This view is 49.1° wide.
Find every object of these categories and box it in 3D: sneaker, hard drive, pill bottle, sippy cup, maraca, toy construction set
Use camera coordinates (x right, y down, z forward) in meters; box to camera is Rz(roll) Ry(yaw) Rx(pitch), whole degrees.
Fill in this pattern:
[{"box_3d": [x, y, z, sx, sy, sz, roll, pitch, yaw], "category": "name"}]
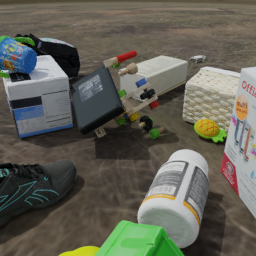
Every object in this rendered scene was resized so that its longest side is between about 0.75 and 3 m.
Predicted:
[{"box_3d": [-2.183, 1.199, 5.821, 0.994, 1.045, 2.637, 23, 36, 38], "category": "sneaker"}, {"box_3d": [-0.924, -0.831, 7.861, 1.314, 0.310, 1.883, -30, 48, 11], "category": "hard drive"}, {"box_3d": [1.000, 1.292, 5.564, 1.105, 1.105, 1.900, 12, 31, 20], "category": "pill bottle"}, {"box_3d": [-3.203, -2.037, 8.083, 0.956, 1.305, 1.025, 19, 7, 10], "category": "sippy cup"}, {"box_3d": [2.446, 0.075, 8.334, 0.988, 0.528, 0.677, 33, 63, 28], "category": "maraca"}, {"box_3d": [-0.396, -0.801, 8.169, 1.904, 2.478, 2.066, -28, 31, -32], "category": "toy construction set"}]

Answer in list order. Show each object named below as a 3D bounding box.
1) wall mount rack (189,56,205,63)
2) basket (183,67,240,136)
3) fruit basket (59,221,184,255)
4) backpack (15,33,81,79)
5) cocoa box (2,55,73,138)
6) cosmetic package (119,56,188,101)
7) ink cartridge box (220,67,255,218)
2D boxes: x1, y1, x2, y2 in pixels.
[{"box_3d": [3.808, -3.828, 15.456, 0.823, 0.307, 0.715, -10, 35, -18], "category": "wall mount rack"}, {"box_3d": [3.035, -0.802, 8.802, 2.335, 1.583, 1.440, 22, 38, 33], "category": "basket"}, {"box_3d": [-0.274, 2.309, 3.953, 2.011, 1.450, 2.011, -37, 4, 3], "category": "fruit basket"}, {"box_3d": [-3.434, -3.011, 12.269, 2.683, 2.239, 1.698, -2, 25, -16], "category": "backpack"}, {"box_3d": [-3.030, -1.138, 9.205, 1.763, 1.735, 2.644, -13, 32, -22], "category": "cocoa box"}, {"box_3d": [1.121, -2.146, 11.708, 1.471, 1.039, 2.841, 25, 39, 36], "category": "cosmetic package"}, {"box_3d": [3.394, 0.271, 5.694, 1.976, 2.732, 1.985, -5, 30, -8], "category": "ink cartridge box"}]
